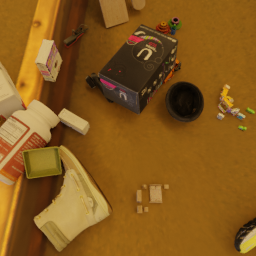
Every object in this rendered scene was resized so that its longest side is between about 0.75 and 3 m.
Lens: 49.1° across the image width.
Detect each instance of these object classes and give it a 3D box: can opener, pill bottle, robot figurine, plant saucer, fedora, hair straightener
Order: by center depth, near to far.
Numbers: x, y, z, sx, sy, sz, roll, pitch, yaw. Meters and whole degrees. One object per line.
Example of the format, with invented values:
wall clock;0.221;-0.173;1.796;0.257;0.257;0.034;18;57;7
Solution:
plant saucer;-2.765;1.061;9.076;1.115;1.113;0.267;-6;32;-14
pill bottle;-3.624;0.415;9.451;1.521;1.521;2.712;33;72;12
fedora;2.005;-0.890;10.325;1.593;0.727;1.593;3;72;-8
can opener;-1.010;-1.539;10.772;0.564;0.455;1.436;-42;86;24
robot figurine;1.571;-2.354;11.147;0.862;0.346;1.189;36;74;13
hair straightener;-2.138;-3.904;11.656;1.302;0.501;0.266;-39;68;-14

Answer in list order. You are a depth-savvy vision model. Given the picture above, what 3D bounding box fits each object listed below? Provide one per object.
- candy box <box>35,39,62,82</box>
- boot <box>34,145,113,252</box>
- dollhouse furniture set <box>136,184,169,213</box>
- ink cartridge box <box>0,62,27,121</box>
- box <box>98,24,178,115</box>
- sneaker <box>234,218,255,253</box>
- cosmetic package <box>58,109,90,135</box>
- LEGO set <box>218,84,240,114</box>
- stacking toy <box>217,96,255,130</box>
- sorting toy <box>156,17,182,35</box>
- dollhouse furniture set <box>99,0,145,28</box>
candy box;-3.010;-2.551;10.727;0.450;1.257;1.055;10;69;5
boot;-2.129;2.173;9.078;2.212;1.031;2.860;-36;72;-9
dollhouse furniture set;0.841;2.312;9.250;1.100;0.537;0.938;-1;69;0
ink cartridge box;-4.628;-1.445;10.145;0.880;1.558;2.123;-31;71;-11
box;0.433;-2.130;10.091;1.647;1.429;2.694;29;68;18
sneaker;4.634;3.217;8.613;2.841;1.110;1.283;-25;74;-10
cosmetic package;-1.959;-0.218;10.222;1.080;0.549;0.400;30;72;12
LEGO set;3.691;-1.050;10.655;0.596;0.482;1.296;-1;57;-17
stacking toy;4.040;-0.552;10.490;1.217;0.286;0.918;29;72;10
sorting toy;1.789;-4.365;11.831;1.237;0.508;0.743;-31;72;-11
dollhouse furniture set;-0.356;-6.291;12.586;2.625;2.249;2.760;-21;36;-8
